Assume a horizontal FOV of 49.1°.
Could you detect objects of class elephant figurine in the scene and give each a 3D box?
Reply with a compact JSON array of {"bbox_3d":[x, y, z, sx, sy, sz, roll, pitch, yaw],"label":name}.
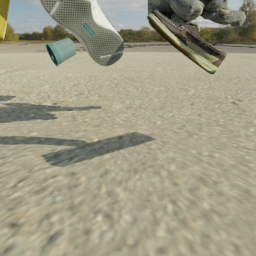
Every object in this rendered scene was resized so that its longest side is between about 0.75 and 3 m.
[{"bbox_3d":[1.756,-3.346,7.063,2.488,1.930,1.760,-32,58,-19],"label":"elephant figurine"}]

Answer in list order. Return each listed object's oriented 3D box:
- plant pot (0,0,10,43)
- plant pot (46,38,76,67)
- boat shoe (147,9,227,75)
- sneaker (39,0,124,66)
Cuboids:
[{"bbox_3d":[-3.492,-2.657,5.591,1.743,1.704,1.693,11,-8,-39],"label":"plant pot"},{"bbox_3d":[-2.304,-2.706,9.806,0.814,0.831,0.831,-31,28,-18],"label":"plant pot"},{"bbox_3d":[1.053,-1.594,4.945,1.595,0.517,0.584,34,15,-18],"label":"boat shoe"},{"bbox_3d":[-1.151,-2.595,6.118,1.040,2.958,1.185,-35,54,3],"label":"sneaker"}]
